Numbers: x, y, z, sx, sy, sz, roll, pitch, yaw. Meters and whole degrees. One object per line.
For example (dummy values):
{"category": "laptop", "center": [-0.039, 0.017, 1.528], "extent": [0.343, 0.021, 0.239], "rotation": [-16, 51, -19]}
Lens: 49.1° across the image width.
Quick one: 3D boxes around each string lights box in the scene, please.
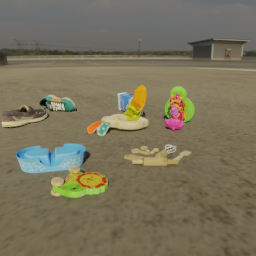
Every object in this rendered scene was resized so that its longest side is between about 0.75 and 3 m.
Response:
{"category": "string lights box", "center": [0.077, -1.161, 13.379], "extent": [0.486, 0.848, 1.650], "rotation": [-13, 20, -25]}

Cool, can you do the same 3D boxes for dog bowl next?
{"category": "dog bowl", "center": [-1.966, 0.789, 7.306], "extent": [1.743, 0.432, 0.972], "rotation": [-4, 16, -13]}

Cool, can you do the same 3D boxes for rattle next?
{"category": "rattle", "center": [-0.328, -0.650, 10.419], "extent": [2.300, 1.643, 1.497], "rotation": [-1, 33, -26]}

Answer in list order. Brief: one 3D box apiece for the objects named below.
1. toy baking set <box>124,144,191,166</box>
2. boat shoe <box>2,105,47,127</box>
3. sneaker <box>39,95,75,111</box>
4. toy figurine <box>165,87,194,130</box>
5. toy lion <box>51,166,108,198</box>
{"category": "toy baking set", "center": [0.869, 0.722, 7.912], "extent": [1.913, 0.223, 1.468], "rotation": [1, 16, 5]}
{"category": "boat shoe", "center": [-4.222, -0.592, 11.593], "extent": [0.820, 0.739, 2.279], "rotation": [8, 18, 27]}
{"category": "sneaker", "center": [-3.489, -1.106, 13.722], "extent": [1.981, 0.707, 0.791], "rotation": [14, 37, 32]}
{"category": "toy figurine", "center": [1.862, -0.604, 10.680], "extent": [1.187, 1.581, 1.455], "rotation": [2, 27, 18]}
{"category": "toy lion", "center": [-0.985, 1.216, 6.100], "extent": [1.005, 0.360, 1.048], "rotation": [14, 20, 19]}
